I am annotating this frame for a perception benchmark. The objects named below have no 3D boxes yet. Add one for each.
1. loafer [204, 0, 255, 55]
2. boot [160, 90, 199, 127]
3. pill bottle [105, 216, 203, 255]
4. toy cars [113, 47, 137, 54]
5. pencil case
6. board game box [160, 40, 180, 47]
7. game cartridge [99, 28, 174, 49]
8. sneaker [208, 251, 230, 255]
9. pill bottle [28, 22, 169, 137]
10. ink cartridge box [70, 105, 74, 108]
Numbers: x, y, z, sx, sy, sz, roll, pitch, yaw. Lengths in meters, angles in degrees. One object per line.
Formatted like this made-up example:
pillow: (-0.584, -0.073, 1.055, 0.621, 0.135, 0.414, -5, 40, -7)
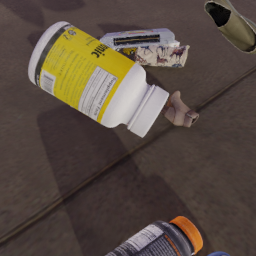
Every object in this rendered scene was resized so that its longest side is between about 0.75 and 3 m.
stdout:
loafer: (3.126, -3.112, 8.577, 2.335, 0.878, 0.813, 47, 48, 6)
boot: (2.031, -0.686, 10.468, 1.291, 0.620, 1.765, 26, 49, 17)
pill bottle: (0.473, 2.851, 5.958, 2.379, 1.264, 1.264, -25, 48, -25)
toy cars: (-0.318, -4.137, 14.346, 1.948, 0.431, 0.873, -2, 42, -3)
pencil case: (1.564, -3.433, 13.059, 2.474, 1.107, 0.963, 6, 3, 8)
board game box: (1.418, -4.422, 14.463, 2.146, 0.371, 1.355, -16, 44, -30)
game cartridge: (0.328, -3.429, 10.680, 2.691, 0.550, 1.791, -4, 19, 3)
sneaker: (1.439, 3.377, 5.453, 0.997, 1.167, 2.649, 30, 49, 31)
pill bottle: (-0.587, -0.980, 6.205, 2.802, 1.559, 1.559, 31, 46, 0)
ink cartridge box: (-1.114, -0.964, 10.862, 2.118, 0.393, 1.003, 15, 44, 20)
